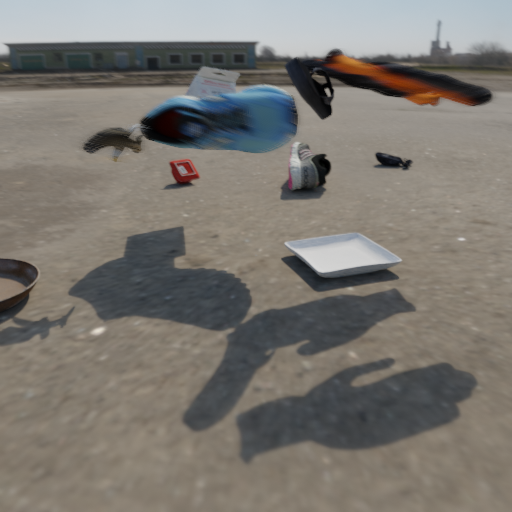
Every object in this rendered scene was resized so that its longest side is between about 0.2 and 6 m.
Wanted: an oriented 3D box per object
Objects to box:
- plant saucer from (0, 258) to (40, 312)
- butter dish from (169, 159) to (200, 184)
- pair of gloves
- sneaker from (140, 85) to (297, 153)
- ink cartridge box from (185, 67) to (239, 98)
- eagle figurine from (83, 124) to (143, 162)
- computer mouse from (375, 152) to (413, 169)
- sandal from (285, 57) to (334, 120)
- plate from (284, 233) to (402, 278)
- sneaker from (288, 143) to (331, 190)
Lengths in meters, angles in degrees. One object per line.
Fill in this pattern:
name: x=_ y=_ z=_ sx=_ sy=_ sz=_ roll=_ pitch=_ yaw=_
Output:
plant saucer: x=-4.661 y=0.559 z=9.152 sx=2.156 sy=0.346 sz=2.156 roll=0 pitch=22 yaw=0
butter dish: x=-2.172 y=-2.390 z=16.443 sx=0.764 sy=0.566 sz=0.766 roll=-16 pitch=68 yaw=-37
pair of gloves: x=2.356 y=-3.137 z=9.893 sx=2.842 sy=0.394 sz=3.190 roll=12 pitch=14 yaw=-12
sneaker: x=-0.804 y=-2.526 z=11.039 sx=3.371 sy=1.321 sz=1.516 roll=1 pitch=21 yaw=27
ink cartridge box: x=-1.101 y=-3.674 z=13.200 sx=0.977 sy=0.576 sz=1.698 roll=2 pitch=-17 yaw=-24
eagle figurine: x=-2.531 y=-2.028 z=9.956 sx=0.937 sy=0.711 sz=0.707 roll=15 pitch=62 yaw=-10
computer mouse: x=4.521 y=-3.127 z=18.649 sx=1.244 sy=0.328 sz=0.861 roll=20 pitch=27 yaw=19
sandal: x=1.081 y=-2.916 z=9.762 sx=0.500 sy=0.888 sz=2.336 roll=-29 pitch=1 yaw=16
plate: x=1.598 y=0.010 z=10.637 sx=1.684 sy=0.273 sz=1.688 roll=-9 pitch=23 yaw=-19
sneaker: x=1.576 y=-2.609 z=16.376 sx=1.203 sy=1.015 sz=2.751 roll=3 pitch=26 yaw=5
